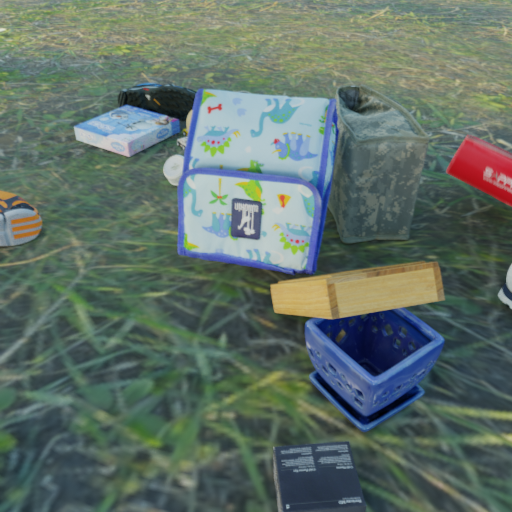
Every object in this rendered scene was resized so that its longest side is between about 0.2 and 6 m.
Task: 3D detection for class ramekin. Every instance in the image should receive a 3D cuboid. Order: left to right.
[{"bbox_3d":[-1.773,-1.955,12.614,0.690,0.321,0.690,-9,68,22],"label":"ramekin"}]

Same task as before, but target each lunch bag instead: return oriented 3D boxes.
[{"bbox_3d":[0.033,-1.194,9.351,2.379,2.798,1.783,9,-6,12],"label":"lunch bag"},{"bbox_3d":[2.157,-1.902,11.114,1.615,2.253,2.747,-4,37,-7],"label":"lunch bag"}]

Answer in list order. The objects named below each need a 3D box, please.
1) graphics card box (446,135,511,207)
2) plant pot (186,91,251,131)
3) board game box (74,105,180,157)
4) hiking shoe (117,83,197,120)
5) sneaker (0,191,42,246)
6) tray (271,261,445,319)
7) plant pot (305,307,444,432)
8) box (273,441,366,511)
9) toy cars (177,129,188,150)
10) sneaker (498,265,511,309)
[{"bbox_3d":[4.701,-1.505,10.498,1.985,0.805,3.164,30,21,13],"label":"graphics card box"},{"bbox_3d":[-0.913,-3.335,14.105,1.648,1.543,1.543,12,34,39],"label":"plant pot"},{"bbox_3d":[-3.404,-3.361,14.865,1.958,0.425,1.948,21,41,27],"label":"board game box"},{"bbox_3d":[-2.625,-4.614,16.175,2.681,0.997,1.162,10,37,14],"label":"hiking shoe"},{"bbox_3d":[-5.412,-0.603,10.634,2.386,0.926,1.337,-10,31,-31],"label":"sneaker"},{"bbox_3d":[1.210,0.477,7.802,1.412,0.530,2.862,-8,-2,-12],"label":"tray"},{"bbox_3d":[1.478,1.403,7.330,1.312,1.179,1.311,-22,40,-28],"label":"plant pot"},{"bbox_3d":[0.672,2.580,6.246,0.908,0.473,0.827,-3,33,-3],"label":"box"},{"bbox_3d":[-1.760,-3.132,14.665,0.579,0.286,1.292,3,35,6],"label":"toy cars"},{"bbox_3d":[5.289,0.069,9.075,2.970,1.196,1.135,-17,34,-27],"label":"sneaker"}]
